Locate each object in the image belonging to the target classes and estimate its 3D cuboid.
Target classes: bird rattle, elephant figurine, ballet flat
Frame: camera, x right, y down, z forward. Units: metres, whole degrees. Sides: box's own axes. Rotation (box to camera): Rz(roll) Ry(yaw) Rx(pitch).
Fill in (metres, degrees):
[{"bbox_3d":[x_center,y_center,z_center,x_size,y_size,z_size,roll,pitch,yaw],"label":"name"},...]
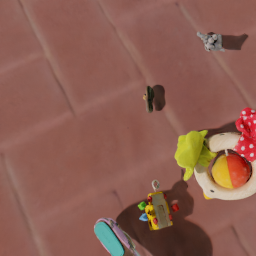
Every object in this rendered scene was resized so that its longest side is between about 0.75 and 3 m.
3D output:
[{"bbox_3d":[2.651,0.732,7.238,2.800,1.577,2.283,-15,104,9],"label":"bird rattle"},{"bbox_3d":[2.623,-2.754,8.919,0.581,0.820,0.636,-11,112,-12],"label":"elephant figurine"},{"bbox_3d":[0.017,3.107,6.798,0.775,0.797,2.241,-49,64,21],"label":"ballet flat"}]

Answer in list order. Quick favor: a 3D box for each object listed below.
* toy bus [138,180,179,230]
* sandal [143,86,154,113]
[{"bbox_3d":[0.721,2.130,7.382,1.042,0.571,1.105,40,54,-8],"label":"toy bus"},{"bbox_3d":[0.607,-0.869,8.532,0.254,0.381,0.932,-14,65,36],"label":"sandal"}]
